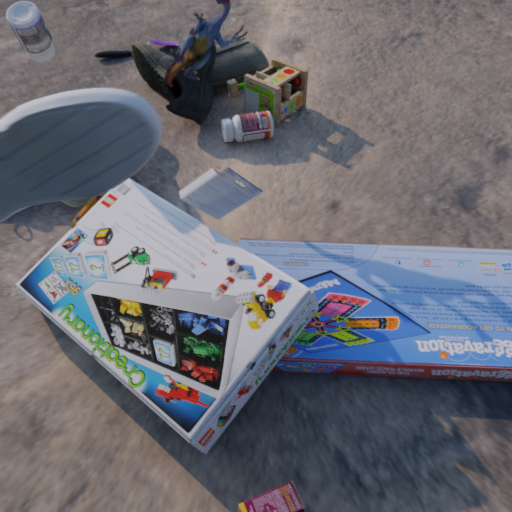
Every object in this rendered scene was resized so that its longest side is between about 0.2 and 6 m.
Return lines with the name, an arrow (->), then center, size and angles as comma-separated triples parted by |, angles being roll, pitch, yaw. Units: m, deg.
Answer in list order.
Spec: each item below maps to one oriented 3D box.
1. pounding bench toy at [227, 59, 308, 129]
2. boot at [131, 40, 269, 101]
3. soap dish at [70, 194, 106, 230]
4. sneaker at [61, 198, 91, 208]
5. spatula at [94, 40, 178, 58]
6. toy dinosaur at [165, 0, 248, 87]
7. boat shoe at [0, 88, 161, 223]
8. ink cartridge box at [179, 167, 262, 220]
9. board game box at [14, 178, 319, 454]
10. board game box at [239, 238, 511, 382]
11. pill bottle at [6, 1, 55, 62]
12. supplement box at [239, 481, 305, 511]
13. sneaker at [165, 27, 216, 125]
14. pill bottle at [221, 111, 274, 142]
pounding bench toy -> 0.269, -3.964, 13.173 | 1.606, 0.997, 1.252 | 30, 53, 26
boot -> -1.418, -4.942, 14.123 | 2.735, 0.992, 2.486 | -35, 69, -21
soap dish -> -2.611, -0.620, 10.280 | 1.341, 0.545, 1.055 | 14, 48, 12
sneaker -> -2.965, -2.435, 11.259 | 1.159, 1.384, 3.128 | 26, 48, -19
spatula -> -3.257, -5.651, 15.296 | 2.295, 0.236, 0.649 | -17, 32, -12
toy dinosaur -> -0.980, -3.899, 9.803 | 1.614, 0.847, 1.465 | 1, 59, 46
boat shoe -> -2.441, -1.173, 6.112 | 3.155, 1.161, 1.054 | -16, 42, 17
ink cartridge box -> -0.538, -0.998, 8.654 | 0.947, 0.930, 0.205 | -31, 57, 22
board game box -> -1.450, 0.622, 8.430 | 4.066, 0.704, 2.567 | 32, 72, 28
board game box -> 1.990, 0.796, 8.971 | 4.727, 0.460, 2.433 | 2, 46, 2
pill bottle -> -3.876, -3.857, 9.709 | 0.548, 0.963, 0.548 | 0, 71, -1
supplement box -> 0.178, 3.102, 6.767 | 0.720, 0.472, 0.372 | -18, 50, -16
sneaker -> -1.531, -4.214, 12.740 | 1.074, 0.899, 2.367 | 8, 72, -26
pill bottle -> -0.194, -2.841, 12.381 | 1.079, 0.591, 0.591 | -10, 47, -9
